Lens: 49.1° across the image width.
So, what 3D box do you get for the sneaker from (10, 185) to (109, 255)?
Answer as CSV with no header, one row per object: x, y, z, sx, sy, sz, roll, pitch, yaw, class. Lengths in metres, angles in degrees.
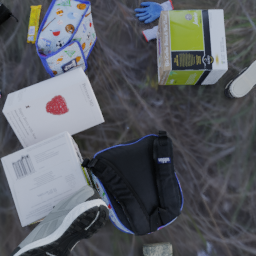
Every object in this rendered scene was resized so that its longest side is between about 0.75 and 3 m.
-1.720,2.501,6.910,2.769,1.023,1.098,-37,39,1,sneaker

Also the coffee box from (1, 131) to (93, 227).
-2.262,1.557,8.485,1.977,1.958,1.980,-22,77,-7,coffee box

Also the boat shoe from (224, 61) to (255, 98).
4.458,-1.825,10.154,2.253,0.680,0.832,-40,96,-10,boat shoe

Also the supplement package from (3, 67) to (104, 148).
-2.339,-0.643,9.024,2.613,1.565,1.584,-23,119,-6,supplement package

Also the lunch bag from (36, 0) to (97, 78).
-2.123,-2.925,9.742,1.525,2.093,2.462,21,74,7,lunch bag

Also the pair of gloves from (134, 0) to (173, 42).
1.227,-4.226,11.073,1.634,0.232,2.033,-17,74,-5,pair of gloves

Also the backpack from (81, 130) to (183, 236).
0.263,1.772,8.287,2.714,2.090,2.585,-18,71,-14,backpack

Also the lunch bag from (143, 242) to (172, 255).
0.897,3.927,8.498,0.931,0.649,0.781,-4,73,-1,lunch bag

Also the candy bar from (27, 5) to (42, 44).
-3.709,-4.121,11.055,0.441,0.196,1.768,-1,74,4,candy bar

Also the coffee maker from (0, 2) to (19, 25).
-5.071,-4.221,10.806,1.055,0.739,1.098,37,78,9,coffee maker

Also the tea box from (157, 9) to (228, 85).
2.160,-2.793,9.907,2.165,1.471,2.201,0,80,-1,tea box
